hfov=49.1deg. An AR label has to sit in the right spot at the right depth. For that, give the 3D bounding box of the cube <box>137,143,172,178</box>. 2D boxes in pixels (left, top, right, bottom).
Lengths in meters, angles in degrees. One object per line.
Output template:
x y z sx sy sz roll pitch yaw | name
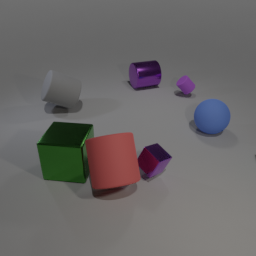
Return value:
0.797 0.996 8.732 0.700 0.700 0.700 -11 48 -49 | cube

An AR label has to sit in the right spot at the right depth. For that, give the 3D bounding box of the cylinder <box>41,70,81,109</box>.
-3.005 -1.715 12.580 1.400 1.400 1.400 15 22 -29 | cylinder

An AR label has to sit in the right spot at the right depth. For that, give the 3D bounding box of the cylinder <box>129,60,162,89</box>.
0.922 -2.938 15.363 1.400 1.400 1.400 -11 32 -18 | cylinder

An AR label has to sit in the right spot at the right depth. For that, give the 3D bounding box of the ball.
3.339 -0.460 11.153 1.400 1.400 1.400 0 30 0 | ball

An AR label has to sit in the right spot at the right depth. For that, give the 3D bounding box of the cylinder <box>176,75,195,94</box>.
2.941 -2.192 14.256 0.700 0.700 0.700 -39 24 21 | cylinder

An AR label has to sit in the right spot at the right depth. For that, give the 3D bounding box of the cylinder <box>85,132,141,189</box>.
-0.435 0.925 8.048 1.400 1.400 1.400 -10 -5 -1 | cylinder

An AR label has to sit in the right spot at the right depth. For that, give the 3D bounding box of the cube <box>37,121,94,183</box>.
-1.915 0.753 9.043 1.400 1.400 1.400 4 30 7 | cube
